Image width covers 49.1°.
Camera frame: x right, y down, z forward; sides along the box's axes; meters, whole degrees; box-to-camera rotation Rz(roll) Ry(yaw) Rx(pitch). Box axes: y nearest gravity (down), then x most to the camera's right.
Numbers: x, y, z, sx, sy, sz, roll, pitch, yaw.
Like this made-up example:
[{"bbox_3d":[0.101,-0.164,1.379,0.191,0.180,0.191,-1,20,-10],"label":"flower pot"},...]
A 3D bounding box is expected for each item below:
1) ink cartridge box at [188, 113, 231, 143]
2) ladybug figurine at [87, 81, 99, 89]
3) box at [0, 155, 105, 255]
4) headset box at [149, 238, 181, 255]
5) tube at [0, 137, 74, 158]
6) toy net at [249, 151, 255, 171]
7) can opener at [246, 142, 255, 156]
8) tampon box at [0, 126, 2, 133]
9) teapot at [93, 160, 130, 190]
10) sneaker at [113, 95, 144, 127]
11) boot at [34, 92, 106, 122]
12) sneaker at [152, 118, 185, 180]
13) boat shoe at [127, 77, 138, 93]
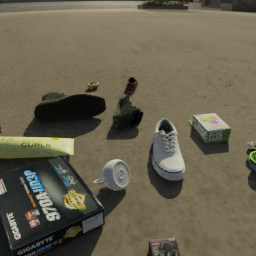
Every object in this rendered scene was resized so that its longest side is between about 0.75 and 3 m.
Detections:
[{"bbox_3d":[3.108,-0.141,10.907,0.929,0.531,1.790,-6,30,-10],"label":"ink cartridge box"},{"bbox_3d":[-1.837,-2.273,14.946,0.523,0.277,0.770,24,37,36],"label":"ladybug figurine"},{"bbox_3d":[-2.157,1.872,7.229,2.153,0.623,2.709,-17,34,-27],"label":"box"},{"bbox_3d":[0.797,2.744,6.011,0.615,0.319,0.826,-3,31,-5],"label":"headset box"},{"bbox_3d":[-3.284,0.627,9.443,2.872,0.746,0.833,1,67,-9],"label":"tube"},{"bbox_3d":[5.059,1.123,8.707,2.525,0.488,1.325,-9,31,-17],"label":"toy net"},{"bbox_3d":[4.736,0.717,9.600,1.627,0.544,0.434,4,26,-21],"label":"can opener"},{"bbox_3d":[-5.335,-0.045,10.689,0.767,0.575,0.484,10,31,16],"label":"tampon box"},{"bbox_3d":[-0.450,1.369,8.026,0.690,0.945,0.933,-15,49,35],"label":"teapot"},{"bbox_3d":[0.090,-0.693,11.680,1.174,0.784,2.050,5,33,6],"label":"sneaker"},{"bbox_3d":[-2.523,-1.220,12.352,2.934,1.136,2.029,-4,25,-9],"label":"boot"},{"bbox_3d":[1.236,0.591,9.164,0.991,0.961,2.714,-3,30,-4],"label":"sneaker"},{"bbox_3d":[0.241,-2.429,14.945,0.571,0.570,1.621,-1,28,3],"label":"boat shoe"}]
